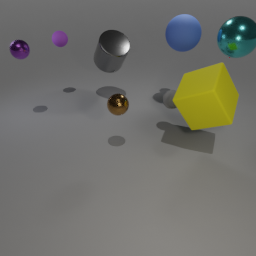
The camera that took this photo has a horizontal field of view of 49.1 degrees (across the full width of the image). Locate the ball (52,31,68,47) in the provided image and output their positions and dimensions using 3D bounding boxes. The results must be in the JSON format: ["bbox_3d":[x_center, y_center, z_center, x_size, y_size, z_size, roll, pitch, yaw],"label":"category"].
[{"bbox_3d":[-3.028,-3.965,12.462,0.700,0.700,0.700,0,29,0],"label":"ball"}]

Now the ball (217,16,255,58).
[{"bbox_3d":[3.841,-3.167,9.799,1.400,1.400,1.400,0,29,0],"label":"ball"}]

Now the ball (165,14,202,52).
[{"bbox_3d":[2.179,-3.732,11.048,1.400,1.400,1.400,0,29,0],"label":"ball"}]

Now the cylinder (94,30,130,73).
[{"bbox_3d":[-0.755,-3.442,12.687,1.400,1.400,1.400,6,69,-16],"label":"cylinder"}]

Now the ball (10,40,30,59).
[{"bbox_3d":[-3.953,-2.866,10.239,0.700,0.700,0.700,0,29,0],"label":"ball"}]

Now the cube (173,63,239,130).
[{"bbox_3d":[2.507,-0.967,8.924,1.400,1.400,1.400,-10,39,41],"label":"cube"}]

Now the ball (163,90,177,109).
[{"bbox_3d":[1.627,-1.055,10.340,0.700,0.700,0.700,0,29,0],"label":"ball"}]

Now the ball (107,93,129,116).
[{"bbox_3d":[-0.318,-0.743,8.883,0.700,0.700,0.700,0,29,0],"label":"ball"}]
